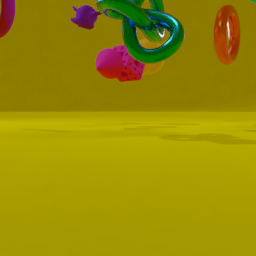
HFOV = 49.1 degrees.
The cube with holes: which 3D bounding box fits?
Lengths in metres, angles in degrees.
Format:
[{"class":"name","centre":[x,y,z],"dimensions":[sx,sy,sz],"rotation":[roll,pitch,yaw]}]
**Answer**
[{"class":"cube with holes","centre":[-0.036,-1.962,8.488],"dimensions":[0.784,0.784,0.784],"rotation":[2,-23,37]}]

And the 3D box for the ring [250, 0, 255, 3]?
[{"class":"ring","centre":[3.541,-3.857,7.345],"dimensions":[1.102,1.102,0.220],"rotation":[3,37,37]}]

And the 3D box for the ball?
[{"class":"ball","centre":[0.702,-2.586,10.190],"dimensions":[1.268,1.268,1.268],"rotation":[0,4,0]}]

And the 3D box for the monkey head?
[{"class":"monkey head","centre":[-1.717,-4.326,10.792],"dimensions":[1.436,0.865,1.033],"rotation":[21,14,24]}]

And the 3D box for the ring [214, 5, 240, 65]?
[{"class":"ring","centre":[3.442,-3.188,9.661],"dimensions":[0.398,1.989,1.989],"rotation":[5,6,36]}]

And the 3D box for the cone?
[{"class":"cone","centre":[-0.658,-1.646,7.481],"dimensions":[0.844,0.844,0.847],"rotation":[1,21,21]}]

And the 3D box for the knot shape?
[{"class":"knot shape","centre":[0.183,-2.136,5.427],"dimensions":[1.666,1.780,0.823],"rotation":[16,-40,-24]}]

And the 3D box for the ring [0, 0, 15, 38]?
[{"class":"ring","centre":[-3.549,-3.202,7.322],"dimensions":[1.675,1.675,0.335],"rotation":[2,11,33]}]
